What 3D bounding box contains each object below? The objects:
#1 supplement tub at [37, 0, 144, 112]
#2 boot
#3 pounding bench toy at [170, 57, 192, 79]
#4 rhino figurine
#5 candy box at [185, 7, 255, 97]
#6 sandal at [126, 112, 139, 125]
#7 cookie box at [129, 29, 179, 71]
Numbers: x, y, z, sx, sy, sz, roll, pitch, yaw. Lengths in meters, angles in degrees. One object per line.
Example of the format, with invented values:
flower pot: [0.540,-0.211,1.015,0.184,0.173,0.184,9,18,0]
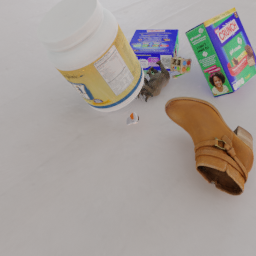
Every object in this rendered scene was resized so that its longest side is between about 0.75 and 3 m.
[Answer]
supplement tub: [-0.991,-2.106,8.301,2.169,2.998,2.169,-14,54,20]
boot: [1.893,0.338,6.987,2.653,0.978,2.052,27,43,10]
pounding bench toy: [1.920,-2.129,10.148,0.496,0.798,0.623,-15,28,-32]
rhino figurine: [0.860,-1.560,9.748,0.867,0.593,1.982,48,49,-10]
candy box: [3.349,-2.640,9.702,2.087,2.468,0.951,-35,11,-33]
sandal: [0.171,-0.268,8.229,0.228,0.797,0.305,-1,81,-22]
cookie box: [1.051,-3.206,11.355,1.892,0.831,2.212,4,42,14]
